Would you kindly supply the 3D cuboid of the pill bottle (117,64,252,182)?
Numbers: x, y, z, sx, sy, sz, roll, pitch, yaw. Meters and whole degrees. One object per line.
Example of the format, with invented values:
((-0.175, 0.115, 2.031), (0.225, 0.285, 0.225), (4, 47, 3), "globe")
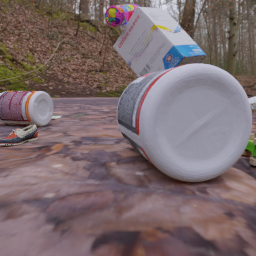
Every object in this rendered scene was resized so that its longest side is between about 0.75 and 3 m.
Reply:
((0.671, -0.206, 4.936), (1.608, 1.608, 2.775), (-2, 8, -12), "pill bottle")

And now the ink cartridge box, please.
((1.140, -2.881, 10.354), (1.815, 2.509, 1.847), (-21, -21, -48), "ink cartridge box")

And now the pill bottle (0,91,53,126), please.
((-3.893, -0.709, 10.024), (2.149, 1.227, 1.227), (3, 8, 21), "pill bottle")

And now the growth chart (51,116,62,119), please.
((-3.446, -0.456, 12.468), (0.825, 0.101, 1.139), (0, 7, 7), "growth chart")

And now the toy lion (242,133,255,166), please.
((2.724, 0.428, 4.933), (1.314, 0.471, 1.371), (7, 8, 2), "toy lion")

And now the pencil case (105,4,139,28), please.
((-0.123, -4.136, 10.296), (0.779, 0.779, 1.762), (5, 24, 30), "pencil case")

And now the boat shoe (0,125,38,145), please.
((-2.617, 0.178, 6.736), (0.421, 0.370, 1.182), (5, 10, 23), "boat shoe")

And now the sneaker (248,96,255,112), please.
((6.901, -1.282, 16.176), (2.451, 0.936, 0.987), (-4, 12, 34), "sneaker")
